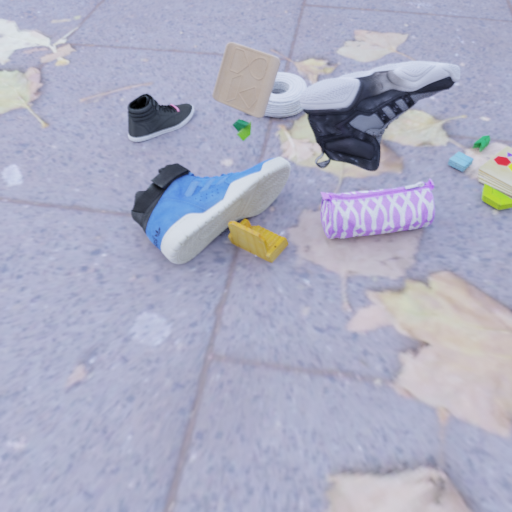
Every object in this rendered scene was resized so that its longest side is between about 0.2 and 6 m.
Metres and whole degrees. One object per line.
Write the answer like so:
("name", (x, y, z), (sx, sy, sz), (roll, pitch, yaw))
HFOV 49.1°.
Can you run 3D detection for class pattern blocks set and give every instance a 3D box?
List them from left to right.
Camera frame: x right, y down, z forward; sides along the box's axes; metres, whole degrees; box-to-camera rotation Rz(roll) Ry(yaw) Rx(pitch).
("pattern blocks set", (6.011, -1.755, 12.593), (2.635, 0.243, 2.998), (-27, 53, -22))

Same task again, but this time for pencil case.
("pencil case", (2.469, -0.948, 11.357), (2.355, 1.007, 0.989), (-10, 47, -8))

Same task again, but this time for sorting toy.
("sorting toy", (-0.267, -3.192, 11.039), (1.273, 1.722, 0.253), (29, 22, 27))

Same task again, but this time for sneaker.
("sneaker", (-2.339, -3.584, 13.780), (1.929, 0.957, 0.682), (-32, 54, -27))
("sneaker", (-0.989, -1.422, 11.573), (3.391, 1.302, 1.886), (-38, 66, -22))
("sneaker", (2.139, -2.348, 9.517), (2.750, 1.565, 1.038), (-14, 25, -7))

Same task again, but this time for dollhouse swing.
("dollhouse swing", (0.031, -0.481, 11.027), (0.988, 0.868, 0.898), (26, 53, 23))

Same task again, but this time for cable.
("cable", (0.535, -4.240, 14.631), (1.632, 0.565, 1.633), (12, 49, 11))
